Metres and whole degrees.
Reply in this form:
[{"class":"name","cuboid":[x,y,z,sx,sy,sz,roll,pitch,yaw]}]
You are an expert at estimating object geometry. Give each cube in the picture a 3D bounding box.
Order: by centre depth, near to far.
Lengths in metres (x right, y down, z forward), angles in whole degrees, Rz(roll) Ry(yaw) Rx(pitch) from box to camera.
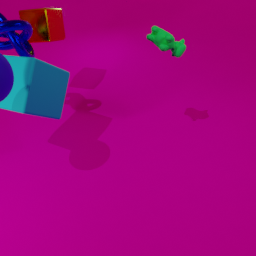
[{"class":"cube","cuboid":[-2.401,-0.978,6.894,1.246,1.246,1.246,12,0,28]},{"class":"cube","cuboid":[-2.591,-3.126,8.565,0.933,0.933,0.933,3,22,18]}]

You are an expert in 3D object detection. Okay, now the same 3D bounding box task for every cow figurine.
[{"class":"cow figurine","cuboid":[0.924,-2.012,6.561,0.877,0.481,0.863,40,25,14]}]

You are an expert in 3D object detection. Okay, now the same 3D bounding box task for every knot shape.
[{"class":"knot shape","cuboid":[-2.962,-2.295,7.215,1.560,1.460,0.721,14,72,35]}]

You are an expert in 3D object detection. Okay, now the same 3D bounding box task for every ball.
[{"class":"ball","cuboid":[-2.613,-0.917,4.991,1.079,1.079,1.079,0,45,0]}]
